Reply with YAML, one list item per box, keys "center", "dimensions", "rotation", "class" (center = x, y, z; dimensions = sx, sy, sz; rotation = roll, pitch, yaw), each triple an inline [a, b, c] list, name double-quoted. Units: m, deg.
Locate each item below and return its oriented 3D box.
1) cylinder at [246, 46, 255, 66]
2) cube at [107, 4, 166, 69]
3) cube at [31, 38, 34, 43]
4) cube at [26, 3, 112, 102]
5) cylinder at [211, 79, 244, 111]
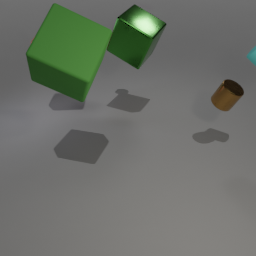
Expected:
- center: [3.621, -1.889, 7.328]
  dimensions: [0.700, 0.700, 0.700]
  rotation: [44, 38, 0]
  class: "cylinder"
- center: [0.298, -3.273, 10.071]
  dimensions: [1.400, 1.400, 1.400]
  rotation: [32, 48, 3]
  class: "cube"
- center: [-2.646, -2.998, 10.750]
  dimensions: [1.400, 1.400, 1.400]
  rotation: [-9, 35, 5]
  class: "cube"
- center: [-1.363, -1.671, 6.546]
  dimensions: [1.400, 1.400, 1.400]
  rotation: [23, 72, -8]
  class: "cube"
- center: [2.980, -0.979, 8.426]
  dimensions: [0.700, 0.700, 0.700]
  rotation: [12, 48, -14]
  class: "cylinder"
